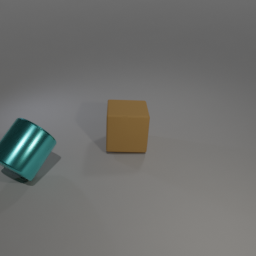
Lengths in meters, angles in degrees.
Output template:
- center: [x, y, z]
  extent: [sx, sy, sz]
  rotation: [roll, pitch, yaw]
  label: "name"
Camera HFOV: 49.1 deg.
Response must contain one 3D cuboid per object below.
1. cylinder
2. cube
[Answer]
- center: [-3.101, 0.645, 8.368]
  extent: [1.400, 1.400, 1.400]
  rotation: [18, 66, 27]
  label: "cylinder"
- center: [-0.044, -0.092, 9.886]
  extent: [1.400, 1.400, 1.400]
  rotation: [2, 28, -3]
  label: "cube"
